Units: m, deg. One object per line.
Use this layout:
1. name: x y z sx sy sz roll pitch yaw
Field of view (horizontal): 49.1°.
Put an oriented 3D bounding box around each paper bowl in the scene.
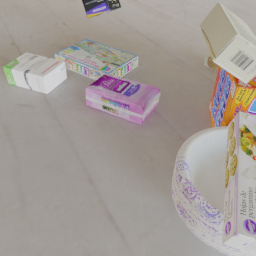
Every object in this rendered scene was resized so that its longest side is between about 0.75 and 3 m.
1. paper bowl: 2.244 1.303 5.679 2.707 1.408 2.707 0 40 0

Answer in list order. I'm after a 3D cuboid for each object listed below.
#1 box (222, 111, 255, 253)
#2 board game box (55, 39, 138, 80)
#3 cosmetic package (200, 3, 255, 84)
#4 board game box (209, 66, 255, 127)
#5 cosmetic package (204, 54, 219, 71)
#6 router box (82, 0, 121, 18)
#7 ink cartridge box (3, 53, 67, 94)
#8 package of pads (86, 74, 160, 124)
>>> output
1. box: 1.341 0.515 3.220 0.325 0.348 1.678 18 51 3
2. board game box: -1.247 -2.710 11.144 2.775 0.475 1.866 26 46 27
3. cosmetic package: 2.353 -1.985 6.359 1.021 0.721 1.973 28 36 -17
4. board game box: 3.531 -0.698 7.505 2.095 2.095 2.096 4 40 4
5. cosmetic package: 3.645 -2.521 10.966 0.624 0.421 1.186 -29 48 -30
6. router box: -0.936 -4.342 7.993 0.680 2.046 2.602 -14 22 12
7. ink cartridge box: -3.299 -2.007 10.107 1.758 0.739 1.279 16 43 19
8. package of pads: -0.156 -0.978 8.858 2.101 0.795 1.266 20 42 22
